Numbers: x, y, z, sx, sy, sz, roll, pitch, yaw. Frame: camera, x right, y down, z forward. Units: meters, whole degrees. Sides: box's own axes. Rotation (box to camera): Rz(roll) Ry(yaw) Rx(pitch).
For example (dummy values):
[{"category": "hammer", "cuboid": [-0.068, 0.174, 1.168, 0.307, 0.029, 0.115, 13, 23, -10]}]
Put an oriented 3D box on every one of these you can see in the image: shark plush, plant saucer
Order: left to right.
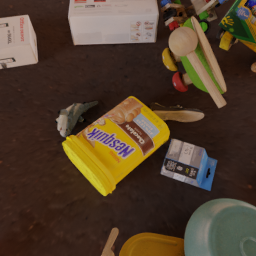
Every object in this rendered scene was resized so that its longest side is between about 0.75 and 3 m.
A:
[{"category": "shark plush", "cuboid": [-1.516, -0.350, 8.322, 0.634, 0.692, 1.523, 48, 47, 4]}, {"category": "plant saucer", "cuboid": [2.466, 2.579, 5.780, 2.575, 0.463, 2.575, 7, 52, -9]}]

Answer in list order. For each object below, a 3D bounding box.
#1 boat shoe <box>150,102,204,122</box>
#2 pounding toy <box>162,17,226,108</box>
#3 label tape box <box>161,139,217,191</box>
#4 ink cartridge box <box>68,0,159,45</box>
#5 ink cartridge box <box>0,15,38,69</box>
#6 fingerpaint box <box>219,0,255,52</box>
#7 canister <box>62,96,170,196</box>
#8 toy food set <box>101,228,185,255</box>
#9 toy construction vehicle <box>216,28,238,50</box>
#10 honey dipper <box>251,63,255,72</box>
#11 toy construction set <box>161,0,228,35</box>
[{"category": "boat shoe", "cuboid": [1.405, -0.519, 8.149, 1.587, 0.577, 0.498, 2, 62, 3]}, {"category": "pounding toy", "cuboid": [1.668, -1.706, 7.869, 1.384, 2.302, 2.982, -23, 13, 25]}, {"category": "label tape box", "cuboid": [1.653, 0.945, 7.391, 1.344, 0.425, 0.969, 17, 60, 11]}, {"category": "ink cartridge box", "cuboid": [-0.515, -4.392, 10.182, 2.957, 1.240, 2.596, -2, 58, -1]}, {"category": "ink cartridge box", "cuboid": [-4.275, -2.861, 9.440, 2.163, 0.912, 1.579, -12, 59, -7]}, {"category": "fingerpaint box", "cuboid": [4.260, -3.737, 9.135, 1.682, 0.740, 2.017, 37, 74, 1]}, {"category": "canister", "cuboid": [-0.268, 0.364, 7.414, 2.335, 1.011, 1.734, -38, 65, -23]}, {"category": "toy food set", "cuboid": [0.518, 3.051, 6.003, 2.329, 0.761, 1.370, 10, 35, 4]}, {"category": "toy construction vehicle", "cuboid": [4.713, -3.453, 9.898, 2.376, 0.961, 2.729, 29, 69, 20]}, {"category": "honey dipper", "cuboid": [5.453, -2.274, 9.390, 2.779, 0.528, 0.528, -14, 59, -3]}, {"category": "toy construction set", "cuboid": [2.163, -4.550, 10.105, 2.764, 2.124, 2.305, 41, 111, 4]}]
